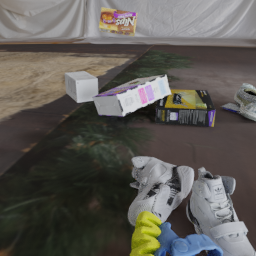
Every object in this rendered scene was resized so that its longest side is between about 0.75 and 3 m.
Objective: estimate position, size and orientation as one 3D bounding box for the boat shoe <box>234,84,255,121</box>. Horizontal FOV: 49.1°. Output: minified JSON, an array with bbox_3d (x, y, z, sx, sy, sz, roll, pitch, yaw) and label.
[{"bbox_3d":[4.818,-1.161,10.874,1.036,0.902,2.812,23,29,8],"label":"boat shoe"}]

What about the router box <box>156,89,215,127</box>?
[{"bbox_3d":[2.136,-0.852,10.708,2.007,0.667,2.553,3,23,8],"label":"router box"}]

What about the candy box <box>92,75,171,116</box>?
[{"bbox_3d":[0.125,-1.210,10.363,2.232,0.798,1.872,-26,17,-27],"label":"candy box"}]

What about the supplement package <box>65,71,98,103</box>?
[{"bbox_3d":[-2.159,-1.924,12.877,1.047,1.008,1.841,-10,25,-24],"label":"supplement package"}]

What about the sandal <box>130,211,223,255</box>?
[{"bbox_3d":[0.567,2.069,3.124,1.295,1.183,2.975,7,24,6],"label":"sandal"}]

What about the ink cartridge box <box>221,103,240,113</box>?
[{"bbox_3d":[4.217,-0.778,11.205,0.762,0.155,0.761,-18,30,-41],"label":"ink cartridge box"}]

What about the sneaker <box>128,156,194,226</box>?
[{"bbox_3d":[0.387,1.206,5.642,1.220,0.797,2.122,15,22,34],"label":"sneaker"}]

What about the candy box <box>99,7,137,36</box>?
[{"bbox_3d":[-0.404,-4.360,11.540,1.496,0.873,0.422,8,-2,-3],"label":"candy box"}]

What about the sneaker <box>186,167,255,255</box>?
[{"bbox_3d":[1.536,1.452,4.632,0.689,1.054,1.834,-6,23,-13],"label":"sneaker"}]
